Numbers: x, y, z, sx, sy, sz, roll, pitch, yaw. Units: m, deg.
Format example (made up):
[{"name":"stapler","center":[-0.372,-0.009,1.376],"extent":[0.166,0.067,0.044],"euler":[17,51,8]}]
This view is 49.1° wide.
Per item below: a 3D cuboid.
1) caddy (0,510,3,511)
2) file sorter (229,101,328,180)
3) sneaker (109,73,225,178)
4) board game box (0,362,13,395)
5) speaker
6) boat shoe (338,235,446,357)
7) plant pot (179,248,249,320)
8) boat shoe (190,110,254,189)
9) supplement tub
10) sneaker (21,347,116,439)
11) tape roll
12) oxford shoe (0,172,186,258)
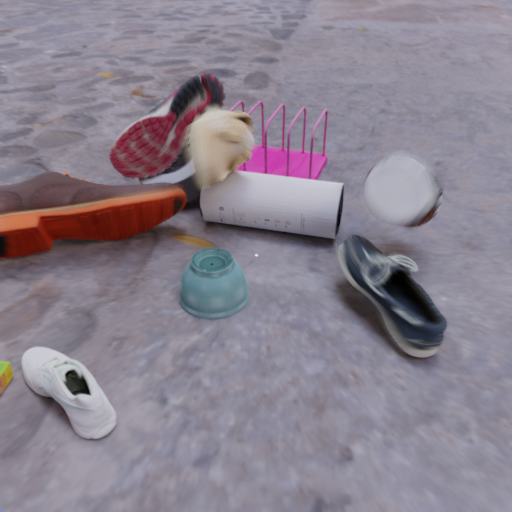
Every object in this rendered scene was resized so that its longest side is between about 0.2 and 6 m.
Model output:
[{"name":"caddy","center":[-2.988,2.902,3.756],"extent":[3.532,1.854,2.497],"euler":[17,16,25]},{"name":"file sorter","center":[0.408,-2.479,11.987],"extent":[2.066,1.296,1.436],"euler":[11,36,15]},{"name":"sneaker","center":[-1.701,-2.467,10.901],"extent":[2.586,1.043,0.966],"euler":[-39,22,-4]},{"name":"board game box","center":[-3.785,2.017,6.338],"extent":[1.050,0.330,2.199],"euler":[4,32,7]},{"name":"speaker","center":[0.309,-0.941,10.011],"extent":[2.487,1.010,1.010],"euler":[8,35,13]},{"name":"boat shoe","center":[1.878,0.391,7.880],"extent":[0.825,0.682,2.204],"euler":[-7,46,-20]},{"name":"plant pot","center":[-0.647,0.340,8.403],"extent":[1.078,0.722,1.078],"euler":[0,35,0]},{"name":"boat shoe","center":[-0.501,-1.935,9.451],"extent":[0.924,0.984,2.670],"euler":[-5,31,6]},{"name":"supplement tub","center":[2.291,-0.939,8.583],"extent":[0.993,0.993,1.621],"euler":[18,9,24]},{"name":"sneaker","center":[-2.310,1.473,6.804],"extent":[1.712,0.686,0.602],"euler":[26,44,34]},{"name":"tape roll","center":[-1.542,-1.682,11.094],"extent":[1.541,0.509,1.541],"euler":[-14,42,13]},{"name":"oxford shoe","center":[-2.941,-0.959,9.443],"extent":[3.478,1.238,1.262],"euler":[-10,66,-18]}]
